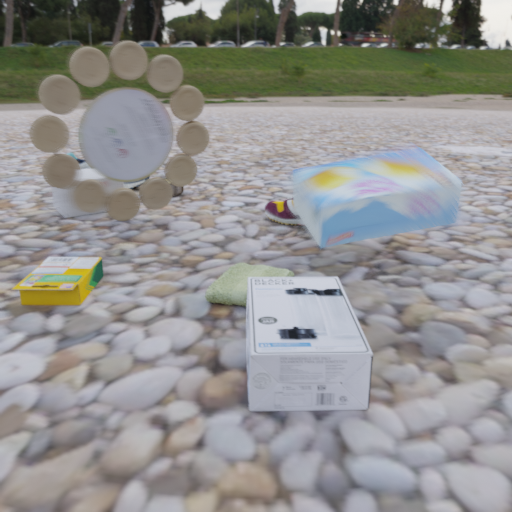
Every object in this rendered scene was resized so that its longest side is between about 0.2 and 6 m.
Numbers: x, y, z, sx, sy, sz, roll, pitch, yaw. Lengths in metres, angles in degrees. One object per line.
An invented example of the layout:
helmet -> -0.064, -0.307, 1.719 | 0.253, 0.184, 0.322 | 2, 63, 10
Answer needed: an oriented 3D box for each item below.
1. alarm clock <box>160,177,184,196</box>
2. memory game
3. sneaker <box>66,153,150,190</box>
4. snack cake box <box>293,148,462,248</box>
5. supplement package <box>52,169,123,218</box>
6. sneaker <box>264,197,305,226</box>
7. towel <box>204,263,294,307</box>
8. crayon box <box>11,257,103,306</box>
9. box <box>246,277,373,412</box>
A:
alarm clock -> -2.310, -1.728, 14.300 | 0.855, 0.422, 1.267 | 2, 17, 5
memory game -> -2.649, -2.443, 11.301 | 3.638, 3.638, 0.232 | -9, 29, -24
sneaker -> -4.091, -2.306, 15.002 | 2.447, 1.056, 0.950 | 1, 19, 3
snack cake box -> 2.024, -1.041, 9.665 | 2.489, 0.836, 1.431 | -11, 34, -11
supplement package -> -3.806, -1.469, 12.715 | 1.392, 0.844, 0.834 | -14, 30, -33
sneaker -> 1.069, -1.102, 11.561 | 2.102, 0.947, 0.788 | 14, 22, 37
towel -> -0.085, 0.403, 8.216 | 1.033, 0.254, 1.393 | 5, 19, 18
crayon box -> -2.829, 0.386, 8.112 | 0.851, 0.349, 1.354 | 0, 18, 2
box -> 0.479, 0.872, 6.231 | 1.207, 0.622, 2.069 | 0, 18, 0
